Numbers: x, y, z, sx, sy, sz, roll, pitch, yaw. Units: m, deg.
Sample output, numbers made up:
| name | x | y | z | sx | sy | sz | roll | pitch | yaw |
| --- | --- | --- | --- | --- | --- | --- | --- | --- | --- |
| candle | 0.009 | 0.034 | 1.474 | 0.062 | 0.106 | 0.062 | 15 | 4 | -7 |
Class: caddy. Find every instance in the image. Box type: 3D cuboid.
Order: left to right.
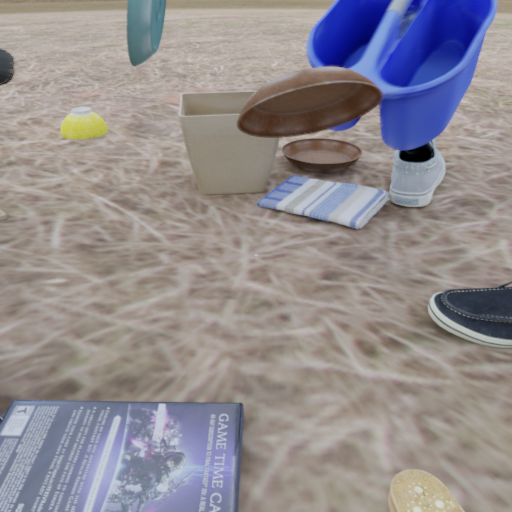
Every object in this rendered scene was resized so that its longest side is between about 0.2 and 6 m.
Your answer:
| name | x | y | z | sx | sy | sz | roll | pitch | yaw |
| --- | --- | --- | --- | --- | --- | --- | --- | --- | --- |
| caddy | 2.100 | -3.118 | 8.215 | 2.260 | 1.678 | 3.196 | 22 | 61 | 21 |

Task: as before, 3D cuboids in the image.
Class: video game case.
| name | x | y | z | sx | sy | sz | roll | pitch | yaw |
| --- | --- | --- | --- | --- | --- | --- | --- | --- | --- |
| video game case | -1.245 | 1.824 | 4.680 | 2.219 | 0.211 | 1.586 | 1 | 28 | 1 |

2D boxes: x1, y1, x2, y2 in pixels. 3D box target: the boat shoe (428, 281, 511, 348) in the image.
| name | x | y | z | sx | sy | sz | roll | pitch | yaw |
| --- | --- | --- | --- | --- | --- | --- | --- | --- | --- |
| boat shoe | 3.250 | 0.583 | 6.380 | 2.466 | 0.768 | 0.920 | 5 | 31 | 11 |

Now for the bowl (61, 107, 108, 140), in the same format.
| name | x | y | z | sx | sy | sz | roll | pitch | yaw |
| --- | --- | --- | --- | --- | --- | --- | --- | --- | --- |
| bowl | -4.211 | -3.273 | 13.615 | 1.109 | 0.596 | 1.109 | 0 | 28 | 0 |

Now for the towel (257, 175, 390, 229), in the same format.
| name | x | y | z | sx | sy | sz | roll | pitch | yaw |
| --- | --- | --- | --- | --- | --- | --- | --- | --- | --- |
| towel | 1.185 | -0.961 | 9.772 | 1.945 | 0.231 | 1.428 | 14 | 34 | 28 |

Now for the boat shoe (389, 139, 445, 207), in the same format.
| name | x | y | z | sx | sy | sz | roll | pitch | yaw |
| --- | --- | --- | --- | --- | --- | --- | --- | --- | --- |
| boat shoe | 3.090 | -1.825 | 10.545 | 0.959 | 0.979 | 2.750 | 10 | 30 | 17 |

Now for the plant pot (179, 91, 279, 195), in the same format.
| name | x | y | z | sx | sy | sz | roll | pitch | yaw |
| --- | --- | --- | --- | --- | --- | --- | --- | --- | --- |
| plant pot | -0.474 | -2.086 | 10.431 | 1.766 | 1.564 | 1.764 | -4 | 29 | -5 |

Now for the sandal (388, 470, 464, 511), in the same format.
| name | x | y | z | sx | sy | sz | roll | pitch | yaw |
| --- | --- | --- | --- | --- | --- | --- | --- | --- | --- |
| sandal | 1.557 | 2.092 | 3.708 | 0.733 | 0.658 | 2.000 | -11 | 31 | -20 |

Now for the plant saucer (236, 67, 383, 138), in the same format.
| name | x | y | z | sx | sy | sz | roll | pitch | yaw |
| --- | --- | --- | --- | --- | --- | --- | --- | --- | --- |
| plant saucer | 0.484 | -1.470 | 5.334 | 1.400 | 0.256 | 1.400 | -10 | -4 | -1 |

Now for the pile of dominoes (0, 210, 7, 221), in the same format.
| name | x | y | z | sx | sy | sz | roll | pitch | yaw |
| --- | --- | --- | --- | --- | --- | --- | --- | --- | --- |
| pile of dominoes | -5.570 | -0.902 | 9.506 | 1.796 | 0.367 | 2.304 | -23 | 36 | -36 |

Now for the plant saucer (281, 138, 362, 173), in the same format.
| name | x | y | z | sx | sy | sz | roll | pitch | yaw |
| --- | --- | --- | --- | --- | --- | --- | --- | --- | --- |
| plant saucer | 1.365 | -2.085 | 11.738 | 1.687 | 0.309 | 1.687 | 0 | 28 | 0 |

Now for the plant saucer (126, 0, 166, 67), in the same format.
| name | x | y | z | sx | sy | sz | roll | pitch | yaw |
| --- | --- | --- | --- | --- | --- | --- | --- | --- | --- |
| plant saucer | -1.444 | -3.391 | 7.586 | 0.294 | 1.636 | 1.636 | 8 | 28 | -5 |

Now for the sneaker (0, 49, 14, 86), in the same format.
| name | x | y | z | sx | sy | sz | roll | pitch | yaw |
| --- | --- | --- | --- | --- | --- | --- | --- | --- | --- |
| sneaker | -4.258 | -2.053 | 7.091 | 3.068 | 1.392 | 1.165 | 3 | 4 | 27 |

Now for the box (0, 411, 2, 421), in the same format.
| name | x | y | z | sx | sy | sz | roll | pitch | yaw |
| --- | --- | --- | --- | --- | --- | --- | --- | --- | --- |
| box | -3.117 | 1.203 | 5.171 | 1.141 | 0.652 | 1.253 | -25 | 36 | -20 |
